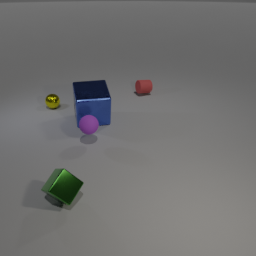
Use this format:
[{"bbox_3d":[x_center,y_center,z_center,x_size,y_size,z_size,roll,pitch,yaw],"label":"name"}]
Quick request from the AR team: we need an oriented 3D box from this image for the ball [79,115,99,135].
[{"bbox_3d":[-1.405,-0.115,10.063,0.700,0.700,0.700,0,28,0],"label":"ball"}]

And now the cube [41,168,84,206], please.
[{"bbox_3d":[-1.749,1.556,7.466,0.700,0.700,0.700,-13,41,57],"label":"cube"}]

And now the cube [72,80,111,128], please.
[{"bbox_3d":[-1.524,-1.030,11.767,1.400,1.400,1.400,-6,43,-13],"label":"cube"}]

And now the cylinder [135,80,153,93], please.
[{"bbox_3d":[0.835,-2.194,14.819,0.700,0.700,0.700,-6,28,-24],"label":"cylinder"}]

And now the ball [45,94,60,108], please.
[{"bbox_3d":[-3.575,-1.277,13.289,0.700,0.700,0.700,0,28,0],"label":"ball"}]
